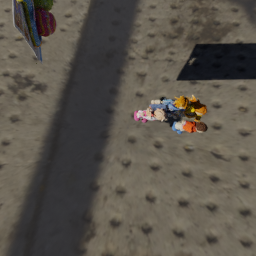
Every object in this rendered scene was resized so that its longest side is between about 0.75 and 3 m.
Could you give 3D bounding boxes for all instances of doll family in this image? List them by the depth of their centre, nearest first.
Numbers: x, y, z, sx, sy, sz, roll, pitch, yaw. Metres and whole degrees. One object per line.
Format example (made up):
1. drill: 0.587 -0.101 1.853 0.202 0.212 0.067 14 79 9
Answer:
1. doll family: 0.882 -0.335 5.148 1.489 0.924 0.671 14 81 -29

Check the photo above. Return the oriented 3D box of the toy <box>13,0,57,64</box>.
1. toy: -1.580 -2.063 4.972 0.546 2.314 1.333 -5 91 -5
